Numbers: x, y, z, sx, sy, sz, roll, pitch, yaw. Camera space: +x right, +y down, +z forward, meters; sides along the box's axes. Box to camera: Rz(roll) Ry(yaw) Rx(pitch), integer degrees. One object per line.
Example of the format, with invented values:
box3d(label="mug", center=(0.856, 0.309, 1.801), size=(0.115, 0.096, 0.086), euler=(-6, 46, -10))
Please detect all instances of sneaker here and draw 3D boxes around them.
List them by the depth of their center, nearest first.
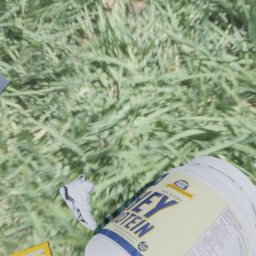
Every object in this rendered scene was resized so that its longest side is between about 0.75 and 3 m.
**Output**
box3d(label="sneaker", center=(-1.065, 1.859, 7.126), size=(0.788, 0.515, 1.371), euler=(-40, 75, -7))

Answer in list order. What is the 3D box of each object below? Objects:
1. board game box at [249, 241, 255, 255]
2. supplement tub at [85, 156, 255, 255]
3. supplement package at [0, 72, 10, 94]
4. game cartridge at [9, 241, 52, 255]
box3d(label="board game box", center=(2.695, 2.966, 6.963), size=(2.157, 0.279, 2.157), euler=(15, 75, 3))
box3d(label="supplement tub", center=(0.826, 1.805, 4.553), size=(2.585, 1.874, 1.874), euler=(-34, 77, -31))
box3d(label="supplement package", center=(-4.524, -0.970, 7.469), size=(1.271, 1.287, 2.122), euler=(32, 78, 8))
box3d(label="game cartridge", center=(-2.362, 3.443, 6.895), size=(1.067, 0.173, 0.941), euler=(-18, 76, -6))
